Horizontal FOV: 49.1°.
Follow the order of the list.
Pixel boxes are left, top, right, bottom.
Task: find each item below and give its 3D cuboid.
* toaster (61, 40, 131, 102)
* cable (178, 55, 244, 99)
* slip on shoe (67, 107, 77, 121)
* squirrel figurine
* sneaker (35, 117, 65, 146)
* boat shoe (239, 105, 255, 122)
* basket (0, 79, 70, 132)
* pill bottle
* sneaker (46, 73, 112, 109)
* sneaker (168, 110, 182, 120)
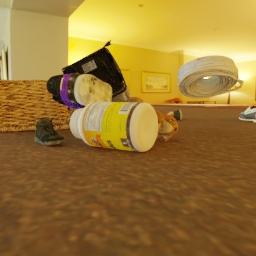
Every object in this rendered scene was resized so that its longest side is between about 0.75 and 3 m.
[{"bbox_3d":[-1.195,-1.908,11.635,2.482,2.244,1.473,-27,-16,4],"label":"toaster"},{"bbox_3d":[2.720,-1.729,9.632,2.045,0.708,2.045,-18,-28,33],"label":"cable"},{"bbox_3d":[-2.975,-0.763,14.521,2.536,0.768,0.964,-4,7,-29],"label":"slip on shoe"},{"bbox_3d":[0.531,-0.213,7.979,1.627,1.234,1.743,4,7,-27],"label":"squirrel figurine"},{"bbox_3d":[-2.062,0.094,7.272,0.458,0.686,1.198,-8,12,-41],"label":"sneaker"},{"bbox_3d":[6.426,-0.741,14.219,0.922,0.810,2.590,-2,5,0],"label":"boat shoe"},{"bbox_3d":[-3.860,-0.561,11.084,2.838,2.114,2.025,-4,-19,-21],"label":"basket"},{"bbox_3d":[-0.387,-0.063,6.683,2.018,1.102,1.102,4,7,33],"label":"pill bottle"},{"bbox_3d":[-1.430,-1.006,8.392,1.446,1.011,2.908,7,-7,14],"label":"sneaker"},{"bbox_3d":[2.506,-0.747,15.373,0.769,0.541,1.447,3,8,3],"label":"sneaker"}]
